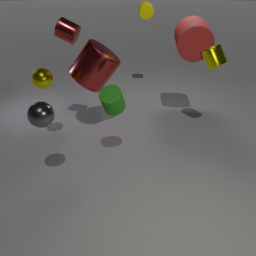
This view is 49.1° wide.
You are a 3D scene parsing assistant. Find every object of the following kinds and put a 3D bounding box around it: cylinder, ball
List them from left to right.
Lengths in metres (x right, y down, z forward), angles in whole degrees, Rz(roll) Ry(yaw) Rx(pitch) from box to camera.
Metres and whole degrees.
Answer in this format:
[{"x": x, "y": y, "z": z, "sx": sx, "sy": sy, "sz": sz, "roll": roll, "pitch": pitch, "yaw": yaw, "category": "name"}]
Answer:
[{"x": -2.304, "y": -0.354, "z": 7.412, "sx": 0.700, "sy": 0.700, "sz": 0.700, "roll": 0, "pitch": 28, "yaw": 0, "category": "ball"}, {"x": -2.834, "y": -1.632, "z": 9.287, "sx": 0.700, "sy": 0.700, "sz": 0.700, "roll": 0, "pitch": 28, "yaw": 0, "category": "ball"}, {"x": -2.107, "y": -3.384, "z": 9.764, "sx": 0.700, "sy": 0.700, "sz": 0.700, "roll": 26, "pitch": 29, "yaw": -5, "category": "cylinder"}, {"x": -1.218, "y": -2.272, "z": 10.289, "sx": 1.400, "sy": 1.400, "sz": 1.400, "roll": 34, "pitch": 22, "yaw": -16, "category": "cylinder"}, {"x": -0.473, "y": -0.845, "z": 8.574, "sx": 0.700, "sy": 0.700, "sz": 0.700, "roll": -5, "pitch": 58, "yaw": 9, "category": "cylinder"}, {"x": 0.888, "y": -5.828, "z": 13.876, "sx": 0.700, "sy": 0.700, "sz": 0.700, "roll": -1, "pitch": 39, "yaw": -3, "category": "cylinder"}, {"x": 2.590, "y": -3.541, "z": 11.096, "sx": 1.400, "sy": 1.400, "sz": 1.400, "roll": 1, "pitch": 37, "yaw": 2, "category": "cylinder"}, {"x": 3.103, "y": -2.553, "z": 10.077, "sx": 0.700, "sy": 0.700, "sz": 0.700, "roll": -25, "pitch": 8, "yaw": 4, "category": "cylinder"}]
